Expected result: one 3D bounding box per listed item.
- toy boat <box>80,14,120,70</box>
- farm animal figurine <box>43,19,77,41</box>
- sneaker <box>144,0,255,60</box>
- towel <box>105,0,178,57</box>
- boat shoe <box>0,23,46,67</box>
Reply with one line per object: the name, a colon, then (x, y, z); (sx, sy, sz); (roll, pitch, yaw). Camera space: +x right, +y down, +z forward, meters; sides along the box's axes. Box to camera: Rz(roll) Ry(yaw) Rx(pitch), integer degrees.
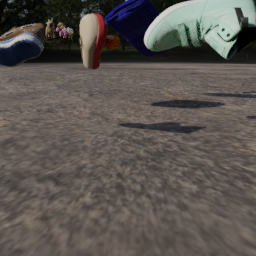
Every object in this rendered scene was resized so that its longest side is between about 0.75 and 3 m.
toy boat: (-0.925, -2.936, 9.543); (1.308, 1.306, 2.001); (-9, -18, -13)
farm animal figurine: (-2.328, -3.231, 9.183); (1.197, 0.602, 0.967); (5, 7, 18)
sneaker: (1.690, -2.199, 6.612); (2.698, 1.592, 0.993); (-20, -33, 19)
towel: (0.666, -3.969, 11.101); (2.003, 0.672, 2.712); (-7, -27, 41)
boat shoe: (-2.481, -1.877, 6.316); (1.888, 0.683, 0.682); (1, -30, 33)
